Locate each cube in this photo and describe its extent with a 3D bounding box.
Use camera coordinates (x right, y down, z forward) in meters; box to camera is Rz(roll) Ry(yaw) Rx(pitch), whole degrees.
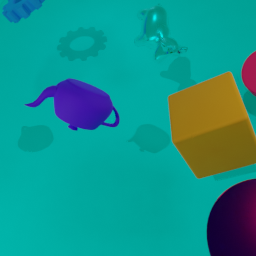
[{"bbox_3d":[1.468,-0.019,4.822,1.153,1.153,1.153,-21,41,22],"label":"cube"}]

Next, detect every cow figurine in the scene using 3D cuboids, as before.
[{"bbox_3d":[0.816,-2.330,6.940,0.835,1.496,1.520,-1,98,-35],"label":"cow figurine"}]

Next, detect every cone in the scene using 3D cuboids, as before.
[{"bbox_3d":[1.815,1.788,3.702,1.631,1.637,1.631,-5,48,5],"label":"cone"}]

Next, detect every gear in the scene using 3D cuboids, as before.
[{"bbox_3d":[-2.707,-3.564,7.643,1.641,0.304,1.641,-19,49,23],"label":"gear"}]

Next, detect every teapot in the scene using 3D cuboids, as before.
[{"bbox_3d":[-0.871,-0.363,4.854,1.691,0.828,1.052,17,14,-27],"label":"teapot"}]

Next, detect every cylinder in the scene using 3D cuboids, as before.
[{"bbox_3d":[3.530,-1.321,7.024,1.151,1.151,1.151,0,89,30],"label":"cylinder"}]
